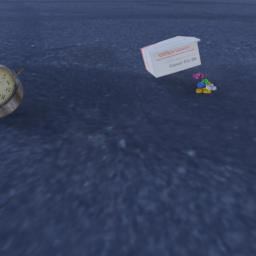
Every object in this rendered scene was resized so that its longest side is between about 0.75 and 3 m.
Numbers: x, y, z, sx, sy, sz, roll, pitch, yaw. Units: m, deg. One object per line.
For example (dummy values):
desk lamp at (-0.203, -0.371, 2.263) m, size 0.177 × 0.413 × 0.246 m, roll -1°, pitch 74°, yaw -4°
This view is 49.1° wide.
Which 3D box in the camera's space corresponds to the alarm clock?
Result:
alarm clock at (-3.779, -0.806, 7.723) m, size 1.502 × 0.741 × 2.226 m, roll 10°, pitch 63°, yaw 2°

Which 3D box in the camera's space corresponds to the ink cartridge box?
ink cartridge box at (1.409, -2.424, 9.434) m, size 1.548 × 0.897 × 2.659 m, roll -17°, pitch 19°, yaw 2°

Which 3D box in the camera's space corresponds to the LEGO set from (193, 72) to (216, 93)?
LEGO set at (2.498, -1.437, 9.529) m, size 0.444 × 0.413 × 1.082 m, roll -12°, pitch 40°, yaw -12°
